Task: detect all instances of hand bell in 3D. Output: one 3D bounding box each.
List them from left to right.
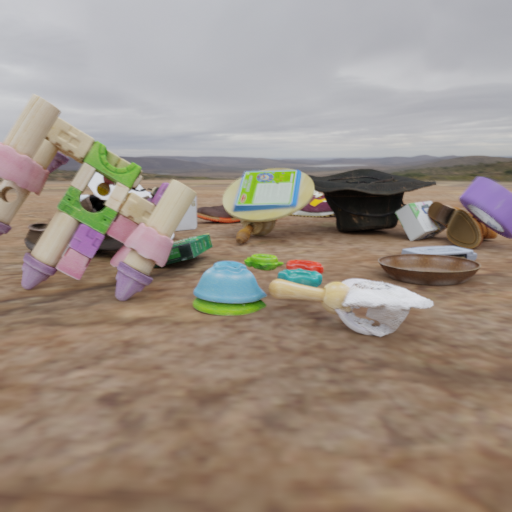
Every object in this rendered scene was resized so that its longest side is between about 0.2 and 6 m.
[{"bbox_3d":[-0.161,-0.573,12.079,0.847,0.847,1.627,3,22,15],"label":"hand bell"}]

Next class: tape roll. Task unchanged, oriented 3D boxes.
[{"bbox_3d":[4.641,-0.933,10.905,1.274,0.541,1.274,39,7,-6],"label":"tape roll"}]

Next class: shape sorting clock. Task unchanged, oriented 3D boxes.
[{"bbox_3d":[0.271,-1.375,12.563,2.076,0.407,2.076,-5,39,4],"label":"shape sorting clock"}]

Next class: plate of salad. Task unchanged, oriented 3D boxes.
[{"bbox_3d":[-2.736,-1.079,11.842,2.382,0.572,2.382,40,15,-13],"label":"plate of salad"}]

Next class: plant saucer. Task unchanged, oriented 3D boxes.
[{"bbox_3d":[2.540,0.209,8.289,1.461,0.267,1.461,0,9,0],"label":"plant saucer"}]

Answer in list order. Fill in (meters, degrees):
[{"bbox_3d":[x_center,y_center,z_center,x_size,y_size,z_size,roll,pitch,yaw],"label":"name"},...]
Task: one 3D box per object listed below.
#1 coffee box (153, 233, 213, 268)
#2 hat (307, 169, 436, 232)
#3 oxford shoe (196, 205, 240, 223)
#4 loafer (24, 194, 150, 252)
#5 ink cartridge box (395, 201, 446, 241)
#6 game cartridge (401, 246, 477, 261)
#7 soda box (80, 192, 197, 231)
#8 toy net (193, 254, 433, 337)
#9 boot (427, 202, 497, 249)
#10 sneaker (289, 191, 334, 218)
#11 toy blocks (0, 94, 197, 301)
[{"bbox_3d":[-1.271,-0.104,9.548,0.790,0.283,1.285,-14,6,13],"label":"coffee box"},{"bbox_3d":[2.563,-1.252,13.600,3.481,1.404,3.481,-2,15,0],"label":"hat"},{"bbox_3d":[-0.568,-1.384,15.731,2.410,0.874,0.858,-4,11,-22],"label":"oxford shoe"},{"bbox_3d":[-2.947,-0.609,10.305,2.965,1.053,1.083,-3,8,18],"label":"loafer"},{"bbox_3d":[3.655,-0.781,12.381,1.025,0.745,0.448,-8,-23,-46],"label":"ink cartridge box"},{"bbox_3d":[3.174,-0.020,9.826,1.118,0.226,0.745,-3,14,-18],"label":"game cartridge"},{"bbox_3d":[-2.900,-1.020,13.433,2.960,0.942,1.008,-9,14,-39],"label":"soda box"},{"bbox_3d":[0.645,0.454,6.275,2.816,0.544,1.477,10,11,39],"label":"toy net"},{"bbox_3d":[4.543,-0.511,11.788,1.362,0.673,1.754,18,15,-23],"label":"boot"},{"bbox_3d":[1.478,-1.884,17.594,2.721,1.226,1.020,5,11,26],"label":"sneaker"},{"bbox_3d":[-2.461,-0.425,7.787,2.504,2.256,2.680,30,-4,-14],"label":"toy blocks"}]
